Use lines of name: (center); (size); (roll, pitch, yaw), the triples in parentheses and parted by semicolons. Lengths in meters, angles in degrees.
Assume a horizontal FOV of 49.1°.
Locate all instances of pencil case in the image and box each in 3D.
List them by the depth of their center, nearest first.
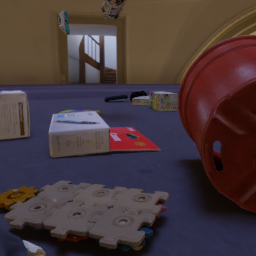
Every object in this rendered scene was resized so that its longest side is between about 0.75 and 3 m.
pencil case: (-0.480, -4.190, 9.369); (0.748, 0.859, 1.922); (24, 7, -11)

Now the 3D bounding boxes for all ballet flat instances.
ballet flat: (-0.623, 0.995, 1.554); (0.628, 0.628, 1.720); (-8, 7, -35)
ballet flat: (-2.148, -3.459, 9.352); (0.320, 1.026, 0.346); (-16, -27, 13)

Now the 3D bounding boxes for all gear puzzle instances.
gear puzzle: (-0.643, 0.876, 2.924); (2.000, 0.262, 1.036); (1, 12, 23)

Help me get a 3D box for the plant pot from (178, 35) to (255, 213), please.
plant pot: (1.707, -0.098, 3.702); (2.127, 2.127, 2.069); (2, 19, 11)

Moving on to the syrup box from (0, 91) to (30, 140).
syrup box: (-3.812, -0.276, 6.486); (2.797, 1.139, 1.101); (-7, 13, -27)

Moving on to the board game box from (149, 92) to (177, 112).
board game box: (1.517, -1.177, 12.208); (0.772, 0.758, 1.471); (-3, 11, -14)

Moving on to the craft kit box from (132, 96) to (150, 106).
craft kit box: (1.329, -1.408, 14.482); (1.736, 0.421, 1.715); (4, 14, 21)

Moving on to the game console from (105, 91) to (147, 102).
game console: (-0.137, -1.728, 15.942); (2.413, 0.291, 1.423); (-8, -3, -4)

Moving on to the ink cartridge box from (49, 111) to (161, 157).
ink cartridge box: (-0.653, 0.030, 6.461); (2.165, 0.549, 2.457); (-4, 12, -13)

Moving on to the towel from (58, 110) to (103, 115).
towel: (-1.758, -0.549, 10.512); (1.502, 0.171, 1.078); (1, 11, 10)
